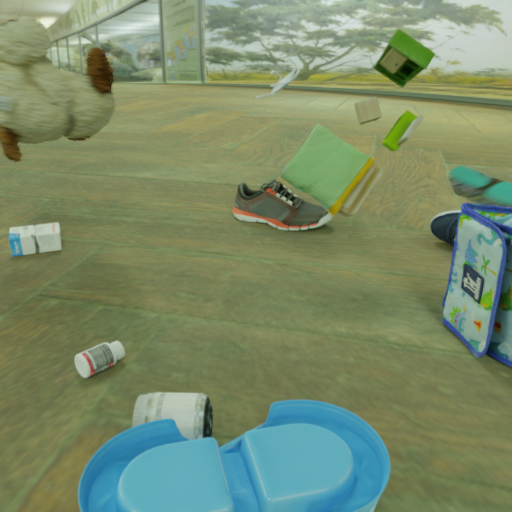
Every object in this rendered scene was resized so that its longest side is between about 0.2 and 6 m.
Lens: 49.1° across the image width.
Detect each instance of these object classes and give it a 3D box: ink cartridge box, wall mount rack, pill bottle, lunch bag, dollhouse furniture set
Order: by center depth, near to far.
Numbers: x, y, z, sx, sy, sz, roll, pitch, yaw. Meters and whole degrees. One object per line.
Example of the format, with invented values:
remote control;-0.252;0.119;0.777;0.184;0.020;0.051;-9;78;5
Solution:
pill bottle;-2.198;1.439;7.912;0.351;0.351;0.635;21;31;41
lunch bag;3.880;0.472;8.013;1.549;2.066;2.430;-16;28;-37
dollhouse furniture set;1.890;-2.250;9.886;1.547;3.095;1.195;34;0;-2
ink cartridge box;-4.782;-0.366;12.160;1.027;0.433;0.750;-8;24;-18
wall mount rack;0.558;-4.566;14.727;0.475;1.107;1.275;33;-25;-21

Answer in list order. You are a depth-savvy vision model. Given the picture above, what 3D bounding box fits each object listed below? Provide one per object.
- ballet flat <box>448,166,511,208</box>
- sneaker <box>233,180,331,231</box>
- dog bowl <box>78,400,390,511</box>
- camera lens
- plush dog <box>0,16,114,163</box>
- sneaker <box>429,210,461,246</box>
ballet flat;4.328;-1.123;10.342;0.646;0.646;1.795;-11;31;-25
sneaker;0.576;-1.285;13.578;2.546;1.042;0.981;8;24;19
dog bowl;-0.159;2.277;5.418;2.918;0.723;1.626;-6;23;-13
camera lens;-0.929;1.900;6.380;0.835;0.668;0.668;1;23;2
plush dog;-3.873;-2.924;10.819;2.357;2.201;2.744;-12;-14;-36
sneaker;4.555;-0.315;11.555;2.329;0.816;1.263;20;28;33
